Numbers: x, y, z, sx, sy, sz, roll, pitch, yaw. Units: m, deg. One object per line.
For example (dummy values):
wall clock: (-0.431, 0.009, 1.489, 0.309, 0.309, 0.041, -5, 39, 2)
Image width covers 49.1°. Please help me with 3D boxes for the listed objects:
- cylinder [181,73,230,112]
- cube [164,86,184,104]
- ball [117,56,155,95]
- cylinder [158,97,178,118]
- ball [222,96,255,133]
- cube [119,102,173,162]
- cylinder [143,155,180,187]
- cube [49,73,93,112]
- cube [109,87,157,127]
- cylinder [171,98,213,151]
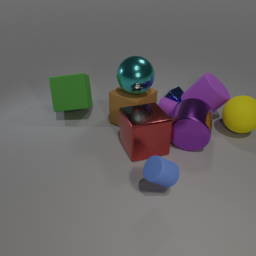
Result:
cylinder: (3.132, -1.265, 11.361, 1.400, 1.400, 1.400, 29, 37, -24)
cube: (2.089, -1.297, 12.435, 0.700, 0.700, 0.700, -27, 76, -37)
ball: (0.279, -1.933, 10.278, 1.400, 1.400, 1.400, 0, 31, 0)
cylinder: (1.672, -0.872, 11.824, 0.700, 0.700, 0.700, 24, 37, 16)
ball: (4.248, -0.506, 10.440, 1.400, 1.400, 1.400, 0, 31, 0)
cube: (0.564, 0.105, 9.674, 1.400, 1.400, 1.400, -10, 32, -16)
cylinder: (0.877, 1.147, 7.378, 0.700, 0.700, 0.700, 25, 14, -37)
cube: (-2.343, -1.491, 11.745, 1.400, 1.400, 1.400, -6, 8, 2)
cube: (0.202, -0.862, 11.274, 1.400, 1.400, 1.400, 22, 38, 32)
cylinder: (2.262, -0.137, 9.970, 1.400, 1.400, 1.400, 9, 36, 14)
